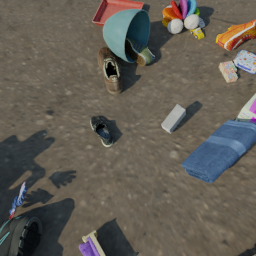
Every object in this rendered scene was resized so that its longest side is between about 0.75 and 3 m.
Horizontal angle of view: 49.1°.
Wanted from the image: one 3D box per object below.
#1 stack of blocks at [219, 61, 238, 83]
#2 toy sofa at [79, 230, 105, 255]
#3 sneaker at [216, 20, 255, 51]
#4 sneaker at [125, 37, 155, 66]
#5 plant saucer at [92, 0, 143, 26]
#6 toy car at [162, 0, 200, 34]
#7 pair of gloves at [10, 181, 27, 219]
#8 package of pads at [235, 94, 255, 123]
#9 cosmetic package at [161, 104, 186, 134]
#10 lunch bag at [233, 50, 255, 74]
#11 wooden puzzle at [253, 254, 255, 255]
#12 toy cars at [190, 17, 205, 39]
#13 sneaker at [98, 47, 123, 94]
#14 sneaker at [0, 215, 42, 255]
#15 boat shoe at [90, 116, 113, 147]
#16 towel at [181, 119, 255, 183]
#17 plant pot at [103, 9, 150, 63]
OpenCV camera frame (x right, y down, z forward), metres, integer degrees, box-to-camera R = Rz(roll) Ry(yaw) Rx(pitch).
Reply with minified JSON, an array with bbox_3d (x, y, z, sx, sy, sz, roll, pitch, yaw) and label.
[{"bbox_3d":[3.879,-2.149,10.694,0.482,0.245,0.837,-10,58,-6],"label":"stack of blocks"},{"bbox_3d":[-0.773,3.279,7.063,0.587,0.498,1.203,-28,61,-18],"label":"toy sofa"},{"bbox_3d":[4.679,-4.023,11.565,2.360,0.861,0.910,-26,53,-18],"label":"sneaker"},{"bbox_3d":[0.430,-3.087,11.108,0.714,0.533,1.590,-24,63,-29],"label":"sneaker"},{"bbox_3d":[-0.420,-5.045,12.497,1.890,0.347,1.893,12,57,8],"label":"plant saucer"},{"bbox_3d":[2.224,-4.892,11.815,1.607,1.205,1.406,-14,57,4],"label":"toy car"},{"bbox_3d":[-2.953,1.956,7.539,0.112,0.987,0.793,27,12,-22],"label":"pair of gloves"},{"bbox_3d":[5.217,-0.623,9.324,2.035,0.898,2.634,38,65,21],"label":"package of pads"},{"bbox_3d":[1.488,-0.285,9.109,0.390,0.462,0.865,40,85,20],"label":"cosmetic package"},{"bbox_3d":[4.627,-2.555,10.886,1.006,0.380,0.806,30,64,17],"label":"lunch bag"},{"bbox_3d":[3.679,4.383,6.321,2.740,0.551,2.962,-18,59,-12],"label":"wooden puzzle"},{"bbox_3d":[3.029,-4.398,12.100,0.624,0.308,1.393,9,58,6],"label":"toy cars"},{"bbox_3d":[-0.628,-2.380,10.464,0.821,0.881,2.332,-13,59,-9],"label":"sneaker"},{"bbox_3d":[-3.064,3.467,6.779,1.095,1.041,2.762,-1,48,21],"label":"sneaker"},{"bbox_3d":[-0.887,0.018,9.198,0.474,0.421,1.268,-20,60,-13],"label":"boat shoe"},{"bbox_3d":[2.761,0.653,8.222,2.330,0.565,1.301,-38,22,-17],"label":"towel"},{"bbox_3d":[-0.174,-3.631,10.711,1.307,1.941,1.941,23,60,22],"label":"plant pot"}]
